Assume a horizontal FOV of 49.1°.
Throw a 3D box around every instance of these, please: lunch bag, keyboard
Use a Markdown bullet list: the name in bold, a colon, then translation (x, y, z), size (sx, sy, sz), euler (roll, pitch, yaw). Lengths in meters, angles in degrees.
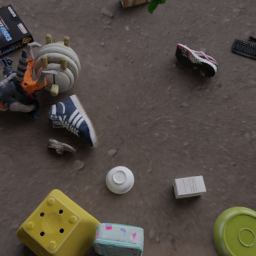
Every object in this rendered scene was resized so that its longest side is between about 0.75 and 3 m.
- **lunch bag**: translation (-0.288, 3.291, 7.994), size (1.424, 1.775, 0.684), euler (5, 54, 2)
- **keyboard**: translation (5.502, -3.475, 12.042), size (1.874, 0.193, 1.191), euler (21, 66, 9)

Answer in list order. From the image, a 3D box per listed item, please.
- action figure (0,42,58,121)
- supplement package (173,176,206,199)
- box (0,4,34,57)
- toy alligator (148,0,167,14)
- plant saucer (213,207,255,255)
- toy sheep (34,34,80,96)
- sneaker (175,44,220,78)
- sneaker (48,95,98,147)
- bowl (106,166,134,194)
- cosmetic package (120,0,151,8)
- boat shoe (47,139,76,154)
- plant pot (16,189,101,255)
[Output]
- **action figure**: translation (-4.097, -1.817, 10.154), size (2.851, 1.542, 2.947), euler (-45, 75, 21)
- **supplement package**: translation (2.016, 1.957, 9.261), size (0.912, 0.553, 0.546), euler (-7, 65, -3)
- **box**: translation (-5.589, -4.169, 12.179), size (2.217, 0.555, 2.234), euler (-30, 69, -12)
- **toy alligator**: translation (1.068, -4.305, 8.046), size (0.550, 0.601, 2.028), euler (21, 97, 38)
- **plant saucer**: translation (3.653, 3.419, 8.717), size (1.935, 0.301, 1.935), euler (0, 65, 1)
- **toy sheep**: translation (-2.675, -2.290, 10.569), size (1.887, 1.887, 2.737), euler (2, 52, 1)
- **sneaker**: translation (2.866, -2.826, 11.532), size (1.995, 0.801, 0.861), euler (41, 53, 15)
- **sneaker**: translation (-2.019, -0.090, 10.060), size (1.281, 0.828, 2.361), euler (-23, 60, -16)
- **bowl**: translation (-0.273, 1.703, 9.454), size (0.966, 0.434, 0.966), euler (0, 65, 0)
- **cosmetic package**: translation (0.377, -6.224, 13.039), size (1.431, 0.740, 0.625), euler (-17, 67, -6)
- **boat shoe**: translation (-2.375, 0.745, 9.965), size (1.109, 0.413, 0.407), euler (18, 75, 18)
- **plant pot**: translation (-1.992, 2.892, 8.010), size (1.874, 1.917, 1.861), euler (34, 65, 14)
